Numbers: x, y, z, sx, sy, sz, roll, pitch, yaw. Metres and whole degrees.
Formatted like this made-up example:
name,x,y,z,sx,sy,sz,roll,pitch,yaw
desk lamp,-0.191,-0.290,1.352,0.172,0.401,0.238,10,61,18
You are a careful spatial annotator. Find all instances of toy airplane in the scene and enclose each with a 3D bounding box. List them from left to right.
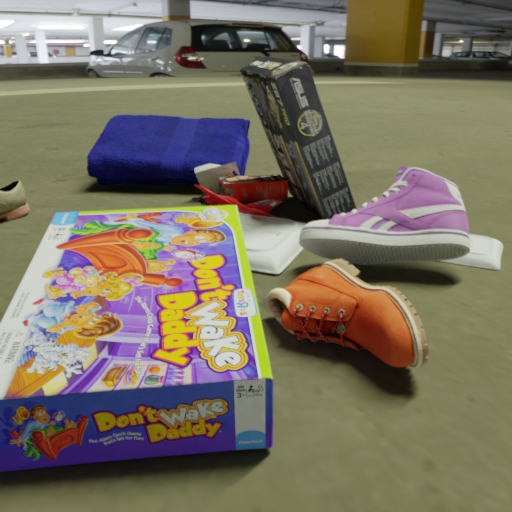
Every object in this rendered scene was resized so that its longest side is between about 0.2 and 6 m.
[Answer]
name,x,y,z,sx,sy,sz,roll,pitch,yaw
toy airplane,-0.397,-1.045,11.558,1.989,0.366,1.989,10,-3,1

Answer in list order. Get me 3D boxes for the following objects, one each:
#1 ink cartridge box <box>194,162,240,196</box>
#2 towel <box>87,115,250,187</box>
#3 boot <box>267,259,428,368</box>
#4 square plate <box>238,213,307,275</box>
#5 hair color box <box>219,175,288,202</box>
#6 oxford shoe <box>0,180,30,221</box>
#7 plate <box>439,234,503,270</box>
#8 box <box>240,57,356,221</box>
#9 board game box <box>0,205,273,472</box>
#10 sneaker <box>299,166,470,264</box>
name,x,y,z,sx,sy,sz,roll,pitch,yaw
ink cartridge box,-0.870,-1.857,13.197,0.976,0.786,0.245,-17,48,3
towel,-2.168,-2.723,14.785,3.949,0.978,2.916,4,39,3
boot,1.053,0.834,7.006,1.301,0.910,2.426,-16,21,-19
square plate,-0.248,-0.364,10.488,2.308,0.331,2.330,9,24,21
hair color box,-0.071,-1.558,12.841,1.470,0.450,0.746,-6,20,-13
oxford shoe,-5.660,-1.005,11.407,0.767,0.800,2.168,10,24,24
plate,3.742,-0.157,10.126,1.319,0.214,1.322,11,25,22
box,0.839,-2.444,11.662,0.782,3.186,2.568,-26,25,-3
board game box,-1.386,0.609,6.767,2.691,0.896,4.002,-3,28,-6
sneaker,2.080,-0.722,9.396,2.745,1.565,0.995,0,-20,1
